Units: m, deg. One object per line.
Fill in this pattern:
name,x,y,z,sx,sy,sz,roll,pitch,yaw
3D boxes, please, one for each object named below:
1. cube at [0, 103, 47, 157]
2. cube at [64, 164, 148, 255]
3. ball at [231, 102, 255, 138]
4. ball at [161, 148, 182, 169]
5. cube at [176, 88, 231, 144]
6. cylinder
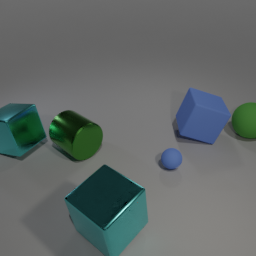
cube,-4.096,0.022,10.127,1.400,1.400,1.400,4,30,29
cube,-0.482,2.053,6.966,1.400,1.400,1.400,25,49,34
ball,4.758,-0.296,10.864,1.400,1.400,1.400,0,32,0
ball,1.451,1.015,9.303,0.700,0.700,0.700,0,32,0
cube,2.802,-0.474,10.699,1.400,1.400,1.400,16,33,-9
cylinder,-1.856,0.237,10.016,1.400,1.400,1.400,28,42,36
